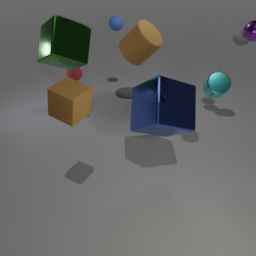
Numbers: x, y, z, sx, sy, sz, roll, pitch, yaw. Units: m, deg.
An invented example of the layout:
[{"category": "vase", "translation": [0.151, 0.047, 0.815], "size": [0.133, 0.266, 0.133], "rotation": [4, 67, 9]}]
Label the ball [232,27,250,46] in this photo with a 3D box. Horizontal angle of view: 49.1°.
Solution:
[{"category": "ball", "translation": [4.396, -3.537, 10.791], "size": [0.700, 0.700, 0.700], "rotation": [0, 31, 0]}]

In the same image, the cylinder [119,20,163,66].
[{"category": "cylinder", "translation": [0.552, -3.689, 12.193], "size": [1.400, 1.400, 1.400], "rotation": [24, 50, -31]}]

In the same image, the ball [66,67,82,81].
[{"category": "ball", "translation": [-2.375, -2.424, 12.412], "size": [0.700, 0.700, 0.700], "rotation": [0, 31, 0]}]

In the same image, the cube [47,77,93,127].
[{"category": "cube", "translation": [-1.271, -0.583, 6.171], "size": [0.700, 0.700, 0.700], "rotation": [25, 40, 17]}]

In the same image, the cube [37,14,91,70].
[{"category": "cube", "translation": [-2.320, -3.025, 10.167], "size": [1.400, 1.400, 1.400], "rotation": [7, -3, -36]}]

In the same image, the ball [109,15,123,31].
[{"category": "ball", "translation": [-0.571, -5.009, 13.368], "size": [0.700, 0.700, 0.700], "rotation": [0, 31, 0]}]

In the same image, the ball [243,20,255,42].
[{"category": "ball", "translation": [4.391, -3.381, 9.769], "size": [0.700, 0.700, 0.700], "rotation": [0, 31, 0]}]

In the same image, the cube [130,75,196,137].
[{"category": "cube", "translation": [1.029, -0.574, 8.337], "size": [1.400, 1.400, 1.400], "rotation": [9, -12, -30]}]

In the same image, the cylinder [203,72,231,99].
[{"category": "cylinder", "translation": [2.768, -1.325, 8.777], "size": [0.700, 0.700, 0.700], "rotation": [2, -6, 3]}]
